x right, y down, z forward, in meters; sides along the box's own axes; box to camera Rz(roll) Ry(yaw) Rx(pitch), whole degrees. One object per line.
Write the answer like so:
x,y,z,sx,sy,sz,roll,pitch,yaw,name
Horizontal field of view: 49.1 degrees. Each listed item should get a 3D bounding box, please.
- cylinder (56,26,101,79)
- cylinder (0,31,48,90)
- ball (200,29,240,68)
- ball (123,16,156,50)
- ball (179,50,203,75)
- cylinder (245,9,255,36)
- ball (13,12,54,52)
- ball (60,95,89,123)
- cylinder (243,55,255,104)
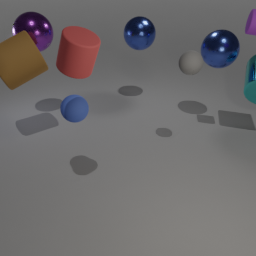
-0.929,-1.394,5.184,0.700,0.700,0.700,14,42,-13,cylinder
-3.526,-2.157,8.978,1.400,1.400,1.400,-33,38,-11,cylinder
3.429,-2.939,10.454,1.400,1.400,1.400,0,29,0,ball
0.504,-4.091,12.138,1.400,1.400,1.400,0,29,0,ball
1.822,-1.886,8.121,0.700,0.700,0.700,0,29,0,ball
3.897,-3.064,8.202,0.700,0.700,0.700,12,31,8,cylinder
-3.415,-3.452,10.122,1.400,1.400,1.400,0,29,0,ball
-1.335,-0.485,7.004,0.700,0.700,0.700,0,29,0,ball
4.971,-1.777,10.096,1.400,1.400,1.400,10,57,17,cylinder
